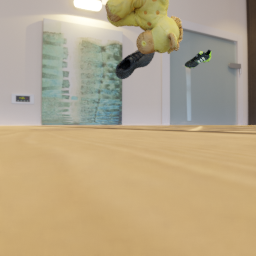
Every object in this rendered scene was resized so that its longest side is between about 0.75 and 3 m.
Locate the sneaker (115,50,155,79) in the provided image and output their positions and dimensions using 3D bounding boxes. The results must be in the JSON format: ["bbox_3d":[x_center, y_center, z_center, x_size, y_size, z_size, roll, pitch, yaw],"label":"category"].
[{"bbox_3d":[0.370,-3.210,13.262,2.290,0.870,1.039,-41,-9,-1],"label":"sneaker"}]

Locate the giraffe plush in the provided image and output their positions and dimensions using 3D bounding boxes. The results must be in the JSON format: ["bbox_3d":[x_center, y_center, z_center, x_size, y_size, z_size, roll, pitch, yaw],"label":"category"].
[{"bbox_3d":[0.683,-2.820,7.610,2.226,1.805,1.921,-16,10,35],"label":"giraffe plush"}]

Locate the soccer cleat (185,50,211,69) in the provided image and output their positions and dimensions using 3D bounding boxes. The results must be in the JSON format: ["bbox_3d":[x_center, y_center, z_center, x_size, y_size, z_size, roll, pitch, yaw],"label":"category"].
[{"bbox_3d":[2.831,-2.812,11.342,1.325,0.537,0.447,-25,47,-22],"label":"soccer cleat"}]
